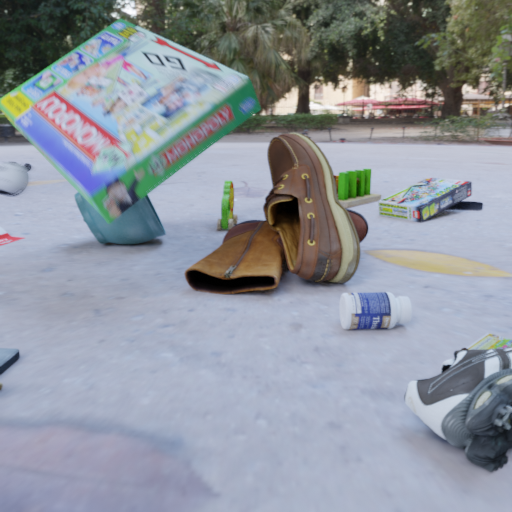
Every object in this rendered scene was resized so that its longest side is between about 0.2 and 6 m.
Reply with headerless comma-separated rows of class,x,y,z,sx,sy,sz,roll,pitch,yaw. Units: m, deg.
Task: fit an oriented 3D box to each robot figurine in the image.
robot figurine,-4.204,-1.312,9.572,0.550,0.663,0.882,14,-9,-27

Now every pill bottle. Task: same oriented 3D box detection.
pill bottle,1.481,0.683,6.973,0.824,0.457,0.457,-1,14,-3

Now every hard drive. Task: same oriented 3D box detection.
hard drive,-2.895,1.165,5.755,0.562,0.132,0.805,1,15,5

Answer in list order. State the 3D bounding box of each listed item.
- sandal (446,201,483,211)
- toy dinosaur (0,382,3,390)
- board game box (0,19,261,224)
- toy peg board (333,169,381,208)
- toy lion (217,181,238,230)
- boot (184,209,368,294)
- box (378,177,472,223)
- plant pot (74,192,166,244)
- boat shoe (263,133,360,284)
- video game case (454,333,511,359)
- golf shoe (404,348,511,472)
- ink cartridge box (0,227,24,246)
sandal,5.343,-1.532,15.663,1.867,0.400,0.710,2,15,9
toy dinosaur,-3.087,1.245,4.443,1.136,0.654,2.247,6,15,17
board game box,-2.194,-2.360,8.768,2.724,0.589,4.048,-40,48,-14
toy peg board,2.432,-2.129,16.840,1.985,0.975,1.993,13,19,40
toy lion,-0.660,-1.204,13.053,0.385,1.074,1.120,1,15,6
boot,0.480,-0.142,9.225,2.622,0.954,2.785,3,16,12
box,4.444,-1.507,14.673,2.376,0.412,1.308,-25,27,-36
plant pot,-2.814,-1.002,11.273,1.284,1.916,1.916,-27,18,-5
boat shoe,0.674,-0.923,9.222,1.070,1.140,3.167,-1,51,-21
video game case,2.726,1.104,6.065,0.812,0.102,0.892,14,21,42
golf shoe,2.198,1.036,4.930,2.095,0.814,0.990,-9,17,-36
ink cartridge box,-5.613,-0.434,11.696,1.165,0.292,0.937,3,15,17
